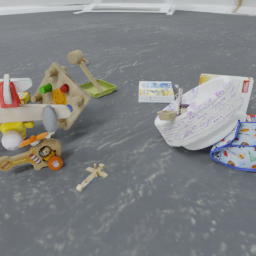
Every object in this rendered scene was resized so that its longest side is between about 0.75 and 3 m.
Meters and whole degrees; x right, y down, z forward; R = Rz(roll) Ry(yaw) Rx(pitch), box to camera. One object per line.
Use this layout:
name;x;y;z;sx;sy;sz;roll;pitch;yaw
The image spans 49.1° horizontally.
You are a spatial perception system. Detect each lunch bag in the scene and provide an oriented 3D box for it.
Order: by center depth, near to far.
lunch bag;3.787;0.518;9.174;1.932;1.196;1.642;2;28;28

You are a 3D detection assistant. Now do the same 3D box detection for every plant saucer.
plant saucer;-1.553;-1.951;14.098;1.449;0.347;1.446;-27;40;-37

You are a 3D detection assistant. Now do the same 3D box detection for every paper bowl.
paper bowl;2.496;-0.379;9.560;2.912;1.515;2.912;-33;9;6

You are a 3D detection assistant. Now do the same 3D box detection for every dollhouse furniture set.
dollhouse furniture set;1.547;-0.763;8.354;1.135;1.017;1.432;7;11;25

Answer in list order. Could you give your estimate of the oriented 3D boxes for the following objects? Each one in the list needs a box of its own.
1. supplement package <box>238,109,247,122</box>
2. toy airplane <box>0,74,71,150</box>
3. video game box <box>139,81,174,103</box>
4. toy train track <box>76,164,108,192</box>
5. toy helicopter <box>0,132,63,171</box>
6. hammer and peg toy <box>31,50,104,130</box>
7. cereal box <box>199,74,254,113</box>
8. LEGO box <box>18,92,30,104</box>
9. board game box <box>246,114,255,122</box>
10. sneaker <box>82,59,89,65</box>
supplement package;4.297;-0.493;11.417;0.572;0.574;0.978;-5;31;-9
toy airplane;-3.666;-0.303;8.893;2.811;2.799;1.984;-23;64;23
video game box;1.370;-1.795;13.774;1.667;0.428;1.829;-1;30;3
toy train track;-1.119;1.434;8.525;0.752;0.213;1.311;15;35;24
toy helicopter;-2.984;0.794;8.558;1.919;1.269;0.757;-16;34;-25
hammer and peg toy;-2.221;-1.329;10.096;1.980;2.693;0.949;46;34;3
cereal box;4.149;-1.496;12.159;2.150;1.547;0.425;7;32;14
LEGO box;-5.042;-1.382;13.162;0.616;0.319;0.827;1;31;2
board game box;5.102;-0.210;11.382;0.679;0.128;1.319;6;31;12
sneaker;-2.749;-4.254;17.987;0.329;0.347;0.844;7;31;12
